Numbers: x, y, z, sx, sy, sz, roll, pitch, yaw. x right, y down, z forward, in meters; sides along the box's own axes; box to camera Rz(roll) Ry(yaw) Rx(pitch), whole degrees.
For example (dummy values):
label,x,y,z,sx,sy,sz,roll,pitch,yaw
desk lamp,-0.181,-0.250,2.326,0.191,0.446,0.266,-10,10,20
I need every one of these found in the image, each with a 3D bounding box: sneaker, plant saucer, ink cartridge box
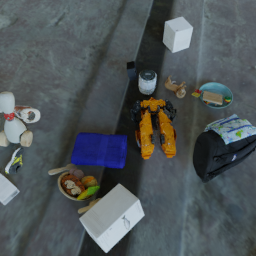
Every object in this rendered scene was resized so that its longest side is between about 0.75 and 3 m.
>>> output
label,x,y,z,sx,sy,sz,roll,pitch,yaw
sneaker,-4.241,1.291,10.785,0.466,0.410,1.102,19,66,6
plant saucer,3.936,-1.418,12.683,1.523,0.274,1.523,0,55,0
ink cartridge box,-4.637,2.147,10.205,1.232,0.310,0.671,33,62,22

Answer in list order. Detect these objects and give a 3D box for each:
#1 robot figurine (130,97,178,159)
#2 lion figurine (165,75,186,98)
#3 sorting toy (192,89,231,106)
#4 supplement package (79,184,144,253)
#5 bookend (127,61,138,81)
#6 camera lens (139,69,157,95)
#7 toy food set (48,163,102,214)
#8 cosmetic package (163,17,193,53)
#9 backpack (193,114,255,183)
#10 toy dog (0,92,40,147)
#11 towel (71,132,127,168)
label,x,y,z,sx,sy,sz,roll,pitch,yaw
robot figurine,1.088,-0.085,11.453,1.959,0.786,2.702,-2,56,-1
lion figurine,2.144,-1.876,12.947,1.361,0.493,0.833,28,67,34
sorting toy,3.644,-1.267,12.362,1.707,0.289,0.823,16,35,8
supplement package,-0.486,2.893,9.108,1.747,1.021,1.025,-39,45,-22
bookend,0.197,-2.498,12.805,0.383,0.827,0.832,-9,34,7
camera lens,0.879,-2.104,12.728,0.776,0.970,0.776,0,55,0
toy food set,-1.758,1.953,9.885,2.089,0.419,1.442,42,30,25
cosmetic package,2.540,-4.784,14.404,1.042,1.253,1.048,-21,58,-14
backpack,3.668,0.574,10.306,2.607,2.126,2.004,-12,42,-15
toy dog,-4.349,-0.375,10.912,1.682,2.550,1.228,21,36,-15
towel,-1.088,0.889,11.003,2.068,0.512,1.527,5,49,3
